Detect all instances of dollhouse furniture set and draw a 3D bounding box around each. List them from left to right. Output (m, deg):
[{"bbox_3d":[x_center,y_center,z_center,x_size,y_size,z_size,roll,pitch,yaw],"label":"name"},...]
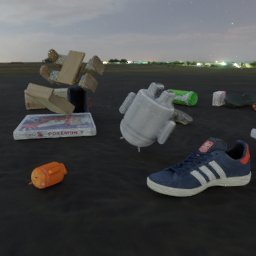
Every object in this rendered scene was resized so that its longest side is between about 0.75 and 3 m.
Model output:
[{"bbox_3d":[-2.549,-1.993,10.880,2.213,2.525,1.678,15,-13,23],"label":"dollhouse furniture set"}]

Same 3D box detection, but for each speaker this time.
[{"bbox_3d":[3.035,-1.781,16.229,0.853,0.853,1.929,-11,18,-39],"label":"speaker"}]

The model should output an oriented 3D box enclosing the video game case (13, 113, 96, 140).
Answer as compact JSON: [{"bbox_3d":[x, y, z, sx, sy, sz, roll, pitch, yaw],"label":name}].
[{"bbox_3d":[-2.665,-0.154,10.641,2.680,0.338,2.941,-3,14,-11],"label":"video game case"}]

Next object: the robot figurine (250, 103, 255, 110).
[{"bbox_3d":[6.785,-1.087,14.460,0.782,0.314,1.078,5,15,16],"label":"robot figurine"}]

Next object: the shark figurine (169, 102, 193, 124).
[{"bbox_3d":[1.406,-0.734,11.705,2.461,1.027,1.471,3,13,6],"label":"shark figurine"}]

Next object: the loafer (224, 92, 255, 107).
[{"bbox_3d":[6.147,-1.453,15.522,2.296,0.722,0.825,-7,60,-27],"label":"loafer"}]

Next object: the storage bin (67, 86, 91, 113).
[{"bbox_3d":[-2.218,-1.147,12.704,1.043,1.434,0.963,-3,5,-11],"label":"storage bin"}]

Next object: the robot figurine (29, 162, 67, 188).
[{"bbox_3d":[-1.667,0.983,5.832,0.560,0.454,0.778,14,19,36],"label":"robot figurine"}]

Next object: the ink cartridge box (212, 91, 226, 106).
[{"bbox_3d":[5.156,-1.670,15.936,0.430,0.743,1.275,10,17,34],"label":"ink cartridge box"}]

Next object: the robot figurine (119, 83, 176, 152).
[{"bbox_3d":[0.487,-0.280,7.465,1.599,1.885,1.064,39,22,23],"label":"robot figurine"}]

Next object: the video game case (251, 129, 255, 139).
[{"bbox_3d":[4.458,0.507,6.699,2.231,0.287,2.454,12,7,4],"label":"video game case"}]

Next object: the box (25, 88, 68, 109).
[{"bbox_3d":[-4.340,-1.617,15.292,2.406,0.935,1.142,-5,15,-18],"label":"box"}]

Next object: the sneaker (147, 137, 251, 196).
[{"bbox_3d":[1.486,0.711,5.775,2.352,0.994,0.882,-6,15,-21],"label":"sneaker"}]
